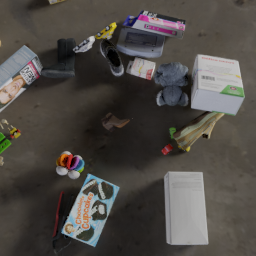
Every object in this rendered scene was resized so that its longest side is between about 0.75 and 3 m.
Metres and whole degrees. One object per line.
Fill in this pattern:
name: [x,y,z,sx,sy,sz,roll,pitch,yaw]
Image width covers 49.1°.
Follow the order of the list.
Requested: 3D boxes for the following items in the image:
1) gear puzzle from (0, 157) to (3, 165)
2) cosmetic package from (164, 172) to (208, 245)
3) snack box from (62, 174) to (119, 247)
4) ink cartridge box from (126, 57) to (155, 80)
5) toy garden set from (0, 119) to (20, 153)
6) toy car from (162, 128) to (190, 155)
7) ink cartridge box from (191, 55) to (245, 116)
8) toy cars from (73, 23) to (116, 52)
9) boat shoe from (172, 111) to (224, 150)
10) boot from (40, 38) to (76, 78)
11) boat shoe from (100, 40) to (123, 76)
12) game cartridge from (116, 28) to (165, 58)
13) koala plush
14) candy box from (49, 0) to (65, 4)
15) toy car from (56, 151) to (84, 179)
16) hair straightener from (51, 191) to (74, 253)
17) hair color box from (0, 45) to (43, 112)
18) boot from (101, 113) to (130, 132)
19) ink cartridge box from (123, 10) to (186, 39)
gear puzzle: [-5.396,1.903,10.450,1.019,0.258,1.967,16,74,3]
cosmetic package: [1.957,2.761,9.715,1.270,1.002,2.361,2,71,-1]
snack box: [-1.301,2.856,9.866,1.252,0.400,2.156,25,72,-6]
ink cartridge box: [0.528,-2.561,11.914,1.129,0.381,0.657,17,72,6]
toy garden set: [-5.030,0.190,11.021,1.422,0.284,1.185,42,78,14]
toy car: [1.815,0.457,10.924,1.123,0.250,1.057,-7,71,-3]
ink cartridge box: [3.393,-1.728,10.874,1.695,0.983,2.340,10,47,3]
toy cars: [-1.336,-3.744,11.923,2.108,0.945,0.467,-35,102,-9]
boat shoe: [2.880,0.014,10.820,2.425,0.869,0.923,-32,88,-12]
boot: [-2.958,-3.029,11.958,1.427,0.568,1.731,1,75,-11]
boat shoe: [-0.714,-3.134,11.936,0.678,0.642,1.938,-17,67,-6]
game cartridge: [0.553,-3.694,12.209,1.981,0.405,1.318,11,58,5]
koala plush: [1.746,-1.646,11.152,1.447,1.500,1.632,5,83,2]
candy box: [-3.241,-6.365,13.273,1.175,0.325,0.678,-18,72,-6]
toy car: [-2.037,1.270,10.119,1.016,0.762,0.889,24,49,-20]
hair straightener: [-2.187,3.309,9.834,0.791,0.420,2.055,9,71,3]
hair color box: [-4.658,-1.949,11.224,0.775,1.266,2.557,40,75,13]
boot: [-0.535,-0.312,11.155,0.998,0.351,0.730,-31,70,-12]
ink cartridge box: [1.180,-4.603,12.265,2.636,0.489,1.248,13,42,5]
